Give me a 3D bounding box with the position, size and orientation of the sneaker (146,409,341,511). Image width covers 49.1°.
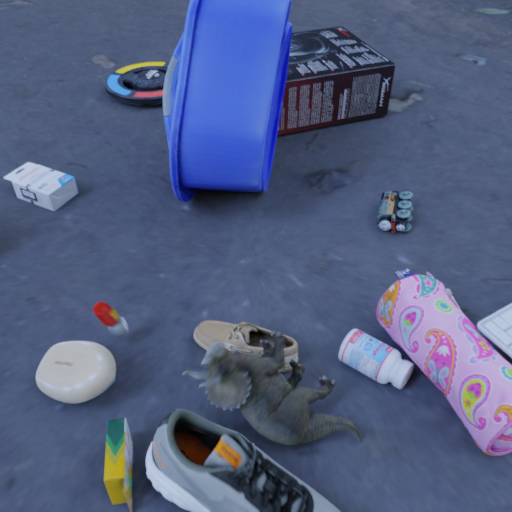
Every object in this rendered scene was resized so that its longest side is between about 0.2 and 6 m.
[{"bbox_3d":[-0.074,2.378,5.645,2.406,0.954,0.889,25,40,14],"label":"sneaker"}]

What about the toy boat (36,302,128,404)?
[{"bbox_3d":[-2.104,1.274,7.186,1.132,0.626,1.347,6,56,29],"label":"toy boat"}]

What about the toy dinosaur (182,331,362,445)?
[{"bbox_3d":[0.215,1.667,6.605,2.252,0.867,1.152,44,63,-12],"label":"toy dinosaur"}]

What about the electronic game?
[{"bbox_3d":[-2.616,-4.315,13.859,2.231,0.464,2.231,0,40,0],"label":"electronic game"}]

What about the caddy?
[{"bbox_3d":[-0.609,-2.787,9.705,2.027,3.861,2.730,10,5,3],"label":"caddy"}]

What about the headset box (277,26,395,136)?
[{"bbox_3d":[0.973,-4.059,12.892,3.466,1.338,2.579,-15,43,-15],"label":"headset box"}]

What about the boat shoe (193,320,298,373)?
[{"bbox_3d":[-0.142,1.104,7.570,1.494,0.482,0.532,13,42,14],"label":"boat shoe"}]

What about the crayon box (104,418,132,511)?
[{"bbox_3d":[-1.503,2.305,6.135,0.223,0.542,0.863,-6,41,-7],"label":"crayon box"}]

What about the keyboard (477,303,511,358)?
[{"bbox_3d":[4.608,0.678,7.662,4.041,0.215,1.137,-17,55,-34],"label":"keyboard"}]

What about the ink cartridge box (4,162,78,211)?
[{"bbox_3d":[-4.006,-1.305,10.425,1.164,0.395,0.675,20,45,22],"label":"ink cartridge box"}]

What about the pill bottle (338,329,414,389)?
[{"bbox_3d":[1.559,1.351,7.284,0.887,0.483,0.483,27,47,28],"label":"pill bottle"}]

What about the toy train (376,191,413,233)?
[{"bbox_3d":[2.444,-0.781,9.845,0.577,0.431,1.012,1,41,20],"label":"toy train"}]

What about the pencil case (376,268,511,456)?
[{"bbox_3d":[2.504,1.237,6.983,1.070,1.070,2.447,-15,42,-16],"label":"pencil case"}]
